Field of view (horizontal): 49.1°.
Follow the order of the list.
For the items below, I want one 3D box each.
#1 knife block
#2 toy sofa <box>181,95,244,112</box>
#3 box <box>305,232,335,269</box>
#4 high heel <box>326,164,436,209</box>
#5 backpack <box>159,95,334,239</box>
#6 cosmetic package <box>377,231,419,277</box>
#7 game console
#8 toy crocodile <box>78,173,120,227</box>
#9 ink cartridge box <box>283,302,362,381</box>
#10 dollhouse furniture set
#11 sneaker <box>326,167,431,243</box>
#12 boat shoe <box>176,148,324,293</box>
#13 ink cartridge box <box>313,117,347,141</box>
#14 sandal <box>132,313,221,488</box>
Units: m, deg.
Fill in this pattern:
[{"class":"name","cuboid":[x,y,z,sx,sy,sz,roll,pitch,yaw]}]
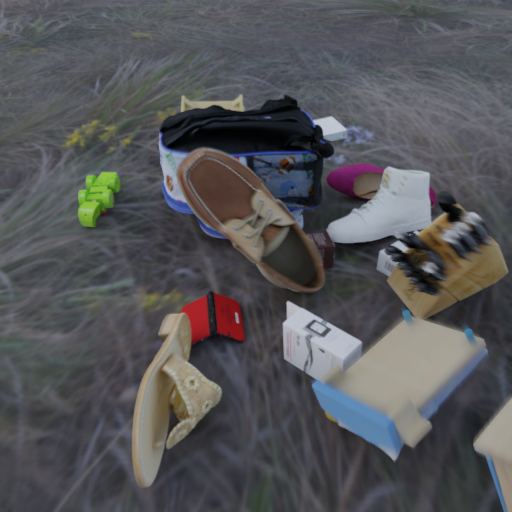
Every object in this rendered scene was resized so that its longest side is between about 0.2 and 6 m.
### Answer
[{"class":"knife block","cuboid":[3.366,-0.195,9.048,3.011,2.644,0.963,-20,61,-26]},{"class":"toy sofa","cuboid":[-1.264,-4.105,16.383,1.860,0.908,0.770,-1,61,-2]},{"class":"box","cuboid":[1.130,-0.089,10.854,0.647,0.537,0.532,-6,36,-9]},{"class":"high heel","cuboid":[2.808,-1.513,12.539,2.400,0.809,1.154,3,25,-1]},{"class":"backpack","cuboid":[-0.373,-1.890,11.603,3.254,2.632,3.416,3,25,-7]},{"class":"cosmetic package","cuboid":[2.952,0.015,10.783,1.158,0.470,0.654,-23,42,-31]},{"class":"game console","cuboid":[-0.747,1.157,9.509,0.881,0.607,1.022,23,30,-23]},{"class":"toy crocodile","cuboid":[-3.509,-1.354,12.631,0.702,0.642,2.080,-2,31,-1]},{"class":"ink cartridge box","cuboid":[0.877,1.387,8.564,1.421,0.823,0.474,27,47,34]},{"class":"dollhouse furniture set","cuboid":[2.793,1.928,7.297,2.852,1.971,3.021,-36,26,-25]},{"class":"sneaker","cuboid":[2.478,-1.109,11.411,2.414,1.395,0.889,-13,23,-20]},{"class":"boat shoe","cuboid":[0.075,-0.523,9.290,1.243,3.282,1.178,-51,29,-3]},{"class":"ink cartridge box","cuboid":[1.807,-3.511,15.878,1.256,0.315,1.018,-17,39,-11]},{"class":"sandal","cuboid":[-0.942,1.772,7.779,0.944,1.053,2.871,-6,33,6]}]
